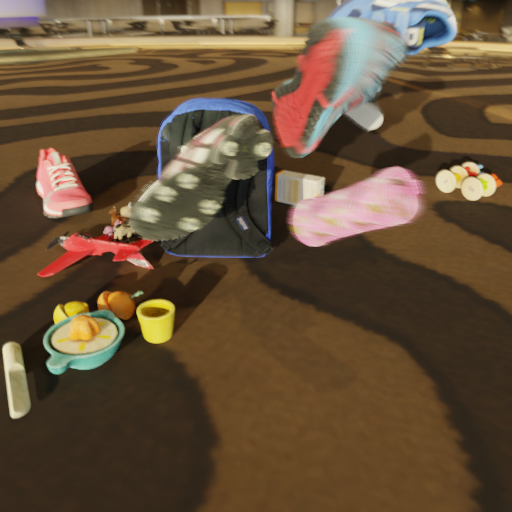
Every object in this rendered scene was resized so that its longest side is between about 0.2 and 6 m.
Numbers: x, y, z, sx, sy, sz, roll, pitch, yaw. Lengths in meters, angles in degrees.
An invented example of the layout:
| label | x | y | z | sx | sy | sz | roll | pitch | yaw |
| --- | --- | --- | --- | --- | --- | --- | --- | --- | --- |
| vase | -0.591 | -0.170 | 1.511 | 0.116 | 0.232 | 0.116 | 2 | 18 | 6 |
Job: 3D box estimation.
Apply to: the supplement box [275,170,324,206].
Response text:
| label | x | y | z | sx | sy | sz | roll | pitch | yaw |
| --- | --- | --- | --- | --- | --- | --- | --- | --- | --- |
| supplement box | 1.052 | -1.615 | 13.635 | 1.139 | 0.717 | 0.419 | 15 | 29 | 27 |

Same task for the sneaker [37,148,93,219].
| label | x | y | z | sx | sy | sz | roll | pitch | yaw |
| --- | --- | --- | --- | --- | --- | --- | --- | --- | --- |
| sneaker | -4.754 | -1.794 | 13.402 | 1.056 | 1.243 | 2.866 | -16 | 31 | -28 |

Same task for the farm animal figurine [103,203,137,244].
| label | x | y | z | sx | sy | sz | roll | pitch | yaw |
| --- | --- | --- | --- | --- | --- | --- | --- | --- | --- |
| farm animal figurine | -2.538 | -0.730 | 11.708 | 1.261 | 0.665 | 1.275 | 4 | 25 | -22 |

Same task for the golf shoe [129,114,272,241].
| label | x | y | z | sx | sy | sz | roll | pitch | yaw |
| --- | --- | --- | --- | --- | --- | --- | --- | --- | --- |
| golf shoe | -0.951 | -1.269 | 9.043 | 2.654 | 1.024 | 1.169 | -40 | 35 | -7 |

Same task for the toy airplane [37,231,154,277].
| label | x | y | z | sx | sy | sz | roll | pitch | yaw |
| --- | --- | --- | --- | --- | --- | --- | --- | --- | --- |
| toy airplane | -3.069 | -0.138 | 11.007 | 2.411 | 0.443 | 2.411 | 0 | 26 | 0 |

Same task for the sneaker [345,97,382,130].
| label | x | y | z | sx | sy | sz | roll | pitch | yaw |
| --- | --- | --- | --- | --- | --- | --- | --- | --- | --- |
| sneaker | 2.258 | -3.961 | 13.721 | 1.984 | 0.701 | 0.984 | 34 | 31 | -25 |

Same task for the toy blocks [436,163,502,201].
| label | x | y | z | sx | sy | sz | roll | pitch | yaw |
| --- | --- | --- | --- | --- | --- | --- | --- | --- | --- |
| toy blocks | 5.702 | -1.986 | 14.512 | 1.619 | 0.588 | 1.349 | -20 | 32 | -34 |

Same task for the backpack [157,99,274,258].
| label | x | y | z | sx | sy | sz | roll | pitch | yaw |
| --- | --- | --- | --- | --- | --- | --- | --- | --- | --- |
| backpack | -0.854 | -1.713 | 11.351 | 2.382 | 2.931 | 2.460 | -2 | 27 | -1 |

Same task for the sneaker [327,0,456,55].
| label | x | y | z | sx | sy | sz | roll | pitch | yaw |
| --- | --- | --- | --- | --- | --- | --- | --- | --- | --- |
| sneaker | 2.263 | -3.821 | 9.315 | 2.274 | 0.841 | 0.935 | -9 | 49 | -5 |

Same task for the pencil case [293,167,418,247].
| label | x | y | z | sx | sy | sz | roll | pitch | yaw |
| --- | --- | --- | --- | --- | --- | --- | --- | --- | --- |
| pencil case | 1.253 | -0.594 | 7.266 | 1.732 | 0.717 | 0.749 | -16 | 47 | 54 |

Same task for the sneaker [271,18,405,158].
| label | x | y | z | sx | sy | sz | roll | pitch | yaw |
| --- | --- | --- | --- | --- | --- | --- | --- | --- | --- |
| sneaker | 1.202 | -2.351 | 8.266 | 1.375 | 1.141 | 2.878 | -16 | -8 | -20 |

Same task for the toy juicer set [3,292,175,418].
| label | x | y | z | sx | sy | sz | roll | pitch | yaw |
| --- | --- | --- | --- | --- | --- | --- | --- | --- | --- |
| toy juicer set | -2.687 | 1.098 | 8.236 | 1.729 | 0.740 | 2.718 | 24 | 36 | 38 |
